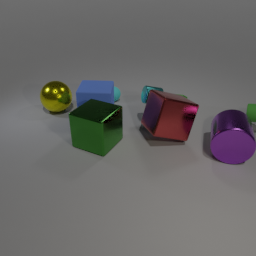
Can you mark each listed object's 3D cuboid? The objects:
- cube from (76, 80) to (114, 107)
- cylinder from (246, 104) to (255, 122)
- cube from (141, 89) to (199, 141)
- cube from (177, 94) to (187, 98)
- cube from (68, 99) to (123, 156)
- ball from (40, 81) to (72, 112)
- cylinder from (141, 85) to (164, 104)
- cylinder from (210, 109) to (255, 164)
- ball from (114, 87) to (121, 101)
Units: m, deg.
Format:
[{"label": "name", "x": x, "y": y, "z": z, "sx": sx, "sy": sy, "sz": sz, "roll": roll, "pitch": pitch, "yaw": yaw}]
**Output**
[{"label": "cube", "x": -1.340, "y": -1.129, "z": 11.883, "sx": 1.400, "sy": 1.400, "sz": 1.400, "roll": 2, "pitch": 29, "yaw": 2}, {"label": "cylinder", "x": 4.942, "y": -0.568, "z": 10.731, "sx": 0.700, "sy": 0.700, "sz": 0.700, "roll": 7, "pitch": 31, "yaw": 27}, {"label": "cube", "x": 1.491, "y": -0.491, "z": 10.306, "sx": 1.400, "sy": 1.400, "sz": 1.400, "roll": 9, "pitch": 17, "yaw": -20}, {"label": "cube", "x": 2.134, "y": -1.094, "z": 12.277, "sx": 0.700, "sy": 0.700, "sz": 0.700, "roll": 9, "pitch": 2, "yaw": 27}, {"label": "cube", "x": -1.120, "y": -0.058, "z": 10.161, "sx": 1.400, "sy": 1.400, "sz": 1.400, "roll": 15, "pitch": 34, "yaw": 24}, {"label": "ball", "x": -3.185, "y": -1.391, "z": 12.432, "sx": 1.400, "sy": 1.400, "sz": 1.400, "roll": 0, "pitch": 31, "yaw": 0}, {"label": "cylinder", "x": 0.957, "y": -1.281, "z": 11.035, "sx": 0.700, "sy": 0.700, "sz": 0.700, "roll": 6, "pitch": 29, "yaw": -17}, {"label": "cylinder", "x": 3.558, "y": 0.278, "z": 9.593, "sx": 1.400, "sy": 1.400, "sz": 1.400, "roll": 8, "pitch": 32, "yaw": 13}, {"label": "ball", "x": -0.704, "y": -1.645, "z": 13.471, "sx": 0.700, "sy": 0.700, "sz": 0.700, "roll": 0, "pitch": 31, "yaw": 0}]
